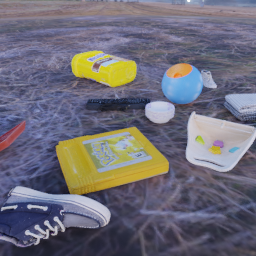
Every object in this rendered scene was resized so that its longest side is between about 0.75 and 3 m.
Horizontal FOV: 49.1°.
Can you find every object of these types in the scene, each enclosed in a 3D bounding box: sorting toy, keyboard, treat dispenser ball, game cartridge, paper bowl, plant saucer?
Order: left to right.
[{"bbox_3d":[-3.498,0.387,7.864,1.220,0.224,1.218,-28,20,19],"label":"plant saucer"},{"bbox_3d":[-0.528,0.746,7.501,2.505,0.406,2.208,-10,28,-21],"label":"game cartridge"},{"bbox_3d":[-0.360,-1.064,10.969,2.523,0.500,1.313,-2,27,-2],"label":"keyboard"},{"bbox_3d":[1.115,-0.522,9.841,1.010,0.525,1.010,0,27,0],"label":"paper bowl"},{"bbox_3d":[2.141,-1.741,11.094,1.597,1.597,1.597,0,27,0],"label":"treat dispenser ball"},{"bbox_3d":[2.354,0.500,7.546,1.835,0.980,1.652,15,39,25],"label":"sorting toy"}]

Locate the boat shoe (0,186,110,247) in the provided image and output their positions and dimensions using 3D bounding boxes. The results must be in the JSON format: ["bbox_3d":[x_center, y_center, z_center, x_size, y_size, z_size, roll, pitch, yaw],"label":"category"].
[{"bbox_3d":[-1.462,1.794,5.231,2.135,0.797,0.990,5,41,14],"label":"boat shoe"}]

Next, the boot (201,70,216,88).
[{"bbox_3d":[3.799,-2.360,13.332,0.484,0.628,1.315,-8,28,-15],"label":"boot"}]

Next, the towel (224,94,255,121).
[{"bbox_3d":[4.487,-0.787,10.270,1.530,0.655,1.267,-4,26,-4],"label":"towel"}]

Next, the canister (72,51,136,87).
[{"bbox_3d":[-1.180,-2.993,14.015,2.734,1.183,2.030,24,36,37],"label":"canister"}]
